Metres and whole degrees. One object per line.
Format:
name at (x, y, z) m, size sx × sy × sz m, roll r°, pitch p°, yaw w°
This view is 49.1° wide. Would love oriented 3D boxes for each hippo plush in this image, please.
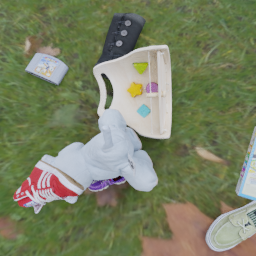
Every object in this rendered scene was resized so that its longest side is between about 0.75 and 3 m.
hippo plush at (-0.704, 1.040, 6.970) m, size 2.215 × 2.755 × 2.194 m, roll -33°, pitch 102°, yaw 9°

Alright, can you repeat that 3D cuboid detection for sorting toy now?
sorting toy at (0.100, -1.043, 7.926) m, size 2.187 × 1.298 × 2.430 m, roll 0°, pitch 108°, yaw 13°

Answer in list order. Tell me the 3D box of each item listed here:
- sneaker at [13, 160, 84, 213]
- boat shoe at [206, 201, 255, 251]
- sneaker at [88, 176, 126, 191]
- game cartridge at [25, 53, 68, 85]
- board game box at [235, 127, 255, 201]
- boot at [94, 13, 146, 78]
sneaker at (-1.508, 1.201, 5.189) m, size 0.599 × 1.682 × 0.946 m, roll 47°, pitch 67°, yaw -30°
boat shoe at (2.958, 2.396, 7.178) m, size 2.153 × 0.668 × 0.775 m, roll -30°, pitch 74°, yaw -10°
sneaker at (-0.577, 1.390, 7.636) m, size 1.103 × 0.460 × 0.445 m, roll -18°, pitch 72°, yaw -5°
game cartridge at (-2.555, -1.912, 8.896) m, size 1.190 × 0.247 × 0.792 m, roll 23°, pitch 77°, yaw 8°
board game box at (2.523, 0.698, 4.048) m, size 1.583 × 0.271 × 1.064 m, roll 16°, pitch 96°, yaw 13°
boot at (0.123, -2.531, 8.888) m, size 1.857 × 0.740 × 2.253 m, roll 17°, pitch 68°, yaw 4°
